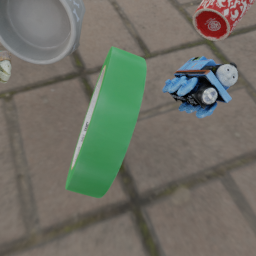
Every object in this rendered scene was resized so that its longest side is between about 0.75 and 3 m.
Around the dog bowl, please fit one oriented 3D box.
[{"bbox_3d":[-2.492,-2.944,7.640,2.656,2.656,0.779,4,39,3],"label":"dog bowl"}]

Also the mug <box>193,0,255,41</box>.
[{"bbox_3d":[2.489,-3.063,7.102,1.215,1.616,1.821,30,72,14],"label":"mug"}]

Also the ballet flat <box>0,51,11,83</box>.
[{"bbox_3d":[-3.391,-1.367,6.903,0.734,0.743,2.183,34,28,-1],"label":"ballet flat"}]

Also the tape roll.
[{"bbox_3d":[-0.461,-0.102,5.289,0.658,2.738,2.738,19,54,-11],"label":"tape roll"}]

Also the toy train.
[{"bbox_3d":[1.150,-0.715,4.552,0.908,1.589,0.689,-44,103,1],"label":"toy train"}]
